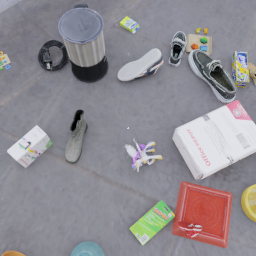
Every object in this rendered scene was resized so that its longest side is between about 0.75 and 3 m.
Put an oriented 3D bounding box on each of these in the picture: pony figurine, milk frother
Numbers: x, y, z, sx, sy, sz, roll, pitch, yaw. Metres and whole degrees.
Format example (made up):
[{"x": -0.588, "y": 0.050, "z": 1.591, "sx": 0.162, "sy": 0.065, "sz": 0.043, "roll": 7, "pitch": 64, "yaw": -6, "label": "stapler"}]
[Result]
[{"x": 0.541, "y": 0.974, "z": 10.831, "sx": 1.241, "sy": 1.033, "sz": 1.198, "roll": -20, "pitch": 77, "yaw": -24, "label": "pony figurine"}, {"x": -2.469, "y": -3.444, "z": 11.665, "sx": 2.894, "sy": 2.722, "sz": 2.612, "roll": -22, "pitch": 68, "yaw": -9, "label": "milk frother"}]

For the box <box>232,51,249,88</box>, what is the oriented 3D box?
[{"x": 5.010, "y": -2.630, "z": 12.513, "sx": 0.562, "sy": 0.515, "sz": 1.603, "roll": 5, "pitch": 67, "yaw": 3, "label": "box"}]

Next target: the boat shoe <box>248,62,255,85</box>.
[{"x": 5.721, "y": -2.434, "z": 12.466, "sx": 0.497, "sy": 0.446, "sz": 1.344, "roll": -20, "pitch": 68, "yaw": -8, "label": "boat shoe"}]

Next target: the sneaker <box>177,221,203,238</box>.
[{"x": 2.010, "y": 3.474, "z": 9.434, "sx": 0.939, "sy": 0.542, "sz": 0.368, "roll": 15, "pitch": 24, "yaw": -14, "label": "sneaker"}]

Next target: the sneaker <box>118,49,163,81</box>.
[{"x": 0.615, "y": -2.594, "z": 12.399, "sx": 2.140, "sy": 0.850, "sz": 0.839, "roll": -27, "pitch": 61, "yaw": 15, "label": "sneaker"}]

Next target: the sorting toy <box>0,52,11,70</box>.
[{"x": -5.819, "y": -3.117, "z": 12.921, "sx": 0.630, "sy": 0.152, "sz": 1.118, "roll": -28, "pitch": 69, "yaw": -11, "label": "sorting toy"}]

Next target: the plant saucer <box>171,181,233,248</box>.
[{"x": 2.751, "y": 3.067, "z": 10.153, "sx": 2.002, "sy": 0.367, "sz": 1.998, "roll": 13, "pitch": 68, "yaw": 5, "label": "plant saucer"}]

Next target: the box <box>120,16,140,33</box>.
[{"x": 0.102, "y": -5.050, "z": 13.728, "sx": 0.868, "sy": 0.207, "sz": 0.529, "roll": 36, "pitch": 72, "yaw": 15, "label": "box"}]

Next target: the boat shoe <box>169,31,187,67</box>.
[{"x": 2.297, "y": -3.796, "z": 12.932, "sx": 0.718, "sy": 0.664, "sz": 1.944, "roll": 19, "pitch": 68, "yaw": 8, "label": "boat shoe"}]

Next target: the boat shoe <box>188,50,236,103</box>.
[{"x": 3.762, "y": -2.465, "z": 12.147, "sx": 1.056, "sy": 1.039, "sz": 2.930, "roll": -30, "pitch": 70, "yaw": -13, "label": "boat shoe"}]

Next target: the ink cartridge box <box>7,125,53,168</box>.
[{"x": -3.730, "y": 0.735, "z": 10.776, "sx": 0.604, "sy": 1.041, "sz": 1.438, "roll": 41, "pitch": 73, "yaw": 16, "label": "ink cartridge box"}]

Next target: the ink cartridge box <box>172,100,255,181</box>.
[{"x": 3.410, "y": 0.493, "z": 10.757, "sx": 2.788, "sy": 1.182, "sz": 2.031, "roll": -24, "pitch": 70, "yaw": -10, "label": "ink cartridge box"}]

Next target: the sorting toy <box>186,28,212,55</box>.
[{"x": 3.400, "y": -4.206, "z": 13.357, "sx": 1.169, "sy": 0.210, "sz": 1.569, "roll": 7, "pitch": 67, "yaw": 3, "label": "sorting toy"}]

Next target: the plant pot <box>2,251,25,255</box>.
[{"x": -3.725, "y": 4.830, "z": 8.914, "sx": 1.451, "sy": 1.451, "sz": 1.015, "roll": 40, "pitch": 89, "yaw": 15, "label": "plant pot"}]

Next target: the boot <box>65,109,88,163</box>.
[{"x": -2.091, "y": 0.306, "z": 10.846, "sx": 0.650, "sy": 1.254, "sz": 1.920, "roll": 11, "pitch": 67, "yaw": 5, "label": "boot"}]

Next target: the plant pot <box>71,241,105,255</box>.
[{"x": -1.397, "y": 4.413, "z": 9.329, "sx": 1.202, "sy": 0.810, "sz": 1.202, "roll": 0, "pitch": 66, "yaw": 0, "label": "plant pot"}]

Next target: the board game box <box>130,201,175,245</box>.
[{"x": 0.874, "y": 3.357, "z": 9.996, "sx": 1.539, "sy": 0.231, "sz": 0.735, "roll": -39, "pitch": 78, "yaw": -8, "label": "board game box"}]

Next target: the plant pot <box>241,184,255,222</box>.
[{"x": 4.903, "y": 2.585, "z": 9.845, "sx": 1.391, "sy": 1.308, "sz": 1.391, "roll": 0, "pitch": 67, "yaw": -1, "label": "plant pot"}]
